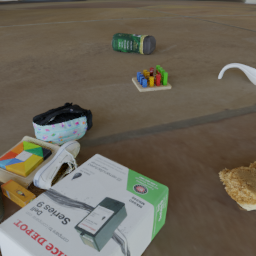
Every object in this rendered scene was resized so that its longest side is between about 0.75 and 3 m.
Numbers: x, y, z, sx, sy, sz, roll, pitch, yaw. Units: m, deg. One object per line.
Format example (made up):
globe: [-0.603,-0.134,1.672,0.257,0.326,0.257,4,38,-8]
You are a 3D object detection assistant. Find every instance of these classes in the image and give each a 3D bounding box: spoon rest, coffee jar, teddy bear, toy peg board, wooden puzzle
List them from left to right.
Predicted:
wooden puzzle: [-2.730,0.828,7.403,1.427,0.287,1.542,15,42,22]
coffee jar: [0.383,-5.115,16.982,2.517,1.074,1.312,12,27,21]
toy peg board: [1.041,-2.270,12.510,1.432,0.703,1.438,-7,31,-12]
spoon rest: [5.499,-2.457,12.776,2.549,0.773,1.266,13,33,23]
teddy bear: [3.361,1.386,6.329,2.617,0.874,1.897,-10,38,-31]

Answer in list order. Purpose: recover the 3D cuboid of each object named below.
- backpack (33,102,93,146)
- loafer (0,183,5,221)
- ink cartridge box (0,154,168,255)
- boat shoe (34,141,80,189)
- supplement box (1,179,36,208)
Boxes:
backpack: [-2.006,-0.088,8.473,1.622,1.026,1.353,-22,24,-33]
loafer: [-3.066,1.619,6.162,0.489,0.528,1.405,-23,31,-12]
ink cartridge box: [-0.677,1.788,5.118,1.865,1.074,2.555,21,35,27]
boat shoe: [-1.562,0.937,7.110,0.723,0.627,1.696,13,34,22]
supplement box: [-2.501,1.531,6.422,0.920,0.317,0.306,19,36,32]
